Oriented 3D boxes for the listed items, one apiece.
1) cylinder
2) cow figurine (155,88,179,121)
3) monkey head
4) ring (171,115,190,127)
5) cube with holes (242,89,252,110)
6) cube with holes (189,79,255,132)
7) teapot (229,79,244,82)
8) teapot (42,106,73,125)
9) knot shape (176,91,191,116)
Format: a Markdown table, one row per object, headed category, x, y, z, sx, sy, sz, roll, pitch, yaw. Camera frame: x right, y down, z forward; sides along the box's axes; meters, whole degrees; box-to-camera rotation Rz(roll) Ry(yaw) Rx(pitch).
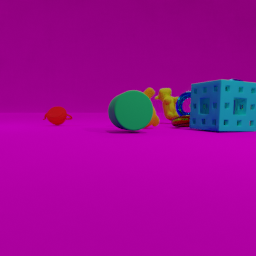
| category | x | y | z | sx | sy | sz | roll | pitch | yaw |
| --- | --- | --- | --- | --- | --- | --- | --- | --- | --- |
| cylinder | 0.038 | -0.391 | 6.544 | 0.891 | 0.891 | 0.891 | -1 | 2 | -13 |
| cow figurine | 1.628 | -0.954 | 11.366 | 0.743 | 1.354 | 1.332 | -8 | 3 | -14 |
| monkey head | 0.510 | -0.544 | 8.011 | 0.895 | 1.069 | 1.485 | 51 | 13 | 28 |
| ring | 1.904 | -0.203 | 8.201 | 1.283 | 0.257 | 1.283 | -3 | -5 | 0 |
| cube with holes | 4.357 | -0.629 | 8.715 | 1.197 | 1.197 | 1.197 | -2 | 4 | -26 |
| cube with holes | 2.392 | -0.533 | 7.048 | 1.163 | 1.163 | 1.163 | 1 | 3 | -22 |
| teapot | 3.288 | -1.143 | 8.491 | 0.583 | 0.740 | 1.190 | -16 | -4 | -7 |
| teapot | -2.422 | -0.379 | 9.488 | 1.099 | 0.683 | 0.538 | 2 | -38 | 7 |
| knot shape | 2.408 | -0.647 | 9.209 | 1.485 | 0.686 | 1.390 | -6 | -27 | 28 |
